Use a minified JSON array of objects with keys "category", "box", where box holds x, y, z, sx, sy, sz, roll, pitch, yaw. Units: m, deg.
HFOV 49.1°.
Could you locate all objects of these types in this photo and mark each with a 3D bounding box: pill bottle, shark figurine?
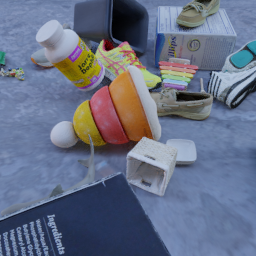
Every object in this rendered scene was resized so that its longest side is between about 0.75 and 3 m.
[{"category":"pill bottle","box":[-1.735,-2.185,8.590,1.151,2.208,1.151,-16,55,24]},{"category":"shark figurine","box":[-1.335,1.315,6.139,1.526,1.066,2.554,31,53,28]}]

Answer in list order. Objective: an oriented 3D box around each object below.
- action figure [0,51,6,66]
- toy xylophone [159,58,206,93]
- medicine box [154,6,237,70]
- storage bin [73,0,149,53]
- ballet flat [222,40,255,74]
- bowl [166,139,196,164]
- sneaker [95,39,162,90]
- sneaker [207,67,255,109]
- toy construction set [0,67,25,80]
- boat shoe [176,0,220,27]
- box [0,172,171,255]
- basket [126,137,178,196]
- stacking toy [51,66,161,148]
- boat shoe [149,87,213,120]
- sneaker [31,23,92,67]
[{"category":"action figure","box":[-5.071,-2.608,10.792,1.003,0.464,1.698,-7,36,-5]},{"category":"toy xylophone","box":[1.859,-1.723,9.638,1.622,0.556,2.215,5,37,2]},{"category":"medicine box","box":[2.500,-3.620,11.132,2.842,1.463,2.589,3,43,4]},{"category":"storage bin","box":[-0.670,-3.831,10.816,1.920,2.080,2.858,8,8,29]},{"category":"ballet flat","box":[4.416,-2.556,10.399,2.773,0.963,0.963,-28,50,-29]},{"category":"bowl","box":[1.381,0.656,7.375,0.770,0.288,0.771,3,44,3]},{"category":"sneaker","box":[-0.080,-2.174,9.471,2.952,1.333,1.154,29,25,27]},{"category":"sneaker","box":[3.659,-1.769,9.494,2.577,0.973,1.483,-34,54,-28]},{"category":"toy construction set","box":[-4.177,-1.983,10.197,0.872,0.402,0.572,5,42,-10]},{"category":"boat shoe","box":[2.655,-4.499,10.368,0.980,0.845,2.685,31,51,29]},{"category":"box","box":[-1.012,2.490,3.393,2.919,2.969,1.840,-20,48,-20]},{"category":"basket","box":[0.562,0.879,6.616,0.989,0.998,0.803,19,44,19]},{"category":"stacking toy","box":[-0.724,-0.238,7.466,2.901,2.120,2.120,-20,44,1]},{"category":"boat shoe","box":[1.298,-0.879,8.639,2.525,0.820,0.911,10,44,10]},{"category":"sneaker","box":[-2.681,-3.414,11.068,1.044,1.269,2.758,31,51,30]}]
